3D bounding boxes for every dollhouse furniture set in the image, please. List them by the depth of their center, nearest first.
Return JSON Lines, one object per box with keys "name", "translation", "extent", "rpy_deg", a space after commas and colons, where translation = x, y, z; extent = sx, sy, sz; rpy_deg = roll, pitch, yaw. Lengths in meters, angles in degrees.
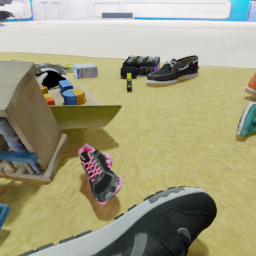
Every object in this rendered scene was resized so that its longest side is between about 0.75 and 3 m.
{"name": "dollhouse furniture set", "translation": [-2.489, 0.603, 4.214], "extent": [1.942, 1.954, 2.772], "rpy_deg": [5, 52, 12]}

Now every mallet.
{"name": "mallet", "translation": [-0.064, -1.879, 10.784], "extent": [0.736, 0.460, 2.236], "rpy_deg": [3, 29, 6]}

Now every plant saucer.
{"name": "plant saucer", "translation": [-1.454, -0.276, 6.414], "extent": [2.060, 0.493, 2.057], "rpy_deg": [-3, 5, -27]}

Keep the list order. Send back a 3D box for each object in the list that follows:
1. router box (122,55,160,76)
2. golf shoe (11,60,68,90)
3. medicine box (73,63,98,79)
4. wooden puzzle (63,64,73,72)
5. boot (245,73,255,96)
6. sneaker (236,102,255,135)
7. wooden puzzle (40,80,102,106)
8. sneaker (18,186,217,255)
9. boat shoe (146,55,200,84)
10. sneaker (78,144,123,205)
{"name": "router box", "translation": [0.640, -2.837, 12.637], "extent": [1.514, 0.518, 2.030], "rpy_deg": [4, 25, 9]}
{"name": "golf shoe", "translation": [-3.445, -1.786, 9.764], "extent": [2.727, 1.060, 1.288], "rpy_deg": [-11, 27, -20]}
{"name": "medicine box", "translation": [-1.807, -2.429, 11.836], "extent": [0.884, 0.455, 0.805], "rpy_deg": [-10, 27, -19]}
{"name": "wooden puzzle", "translation": [-2.548, -2.787, 12.910], "extent": [1.037, 0.209, 1.121], "rpy_deg": [0, 25, 1]}
{"name": "boot", "translation": [4.709, -1.575, 9.241], "extent": [1.742, 0.934, 0.654], "rpy_deg": [-7, 31, -30]}
{"name": "sneaker", "translation": [3.317, -0.253, 6.904], "extent": [1.888, 0.732, 0.752], "rpy_deg": [-20, 40, -37]}
{"name": "wooden puzzle", "translation": [-2.174, -0.928, 8.465], "extent": [2.442, 0.565, 2.262], "rpy_deg": [-10, 26, -21]}
{"name": "sneaker", "translation": [0.058, 1.606, 2.834], "extent": [2.753, 1.043, 1.205], "rpy_deg": [-18, 46, -27]}
{"name": "boat shoe", "translation": [1.846, -2.346, 11.168], "extent": [2.853, 0.861, 1.054], "rpy_deg": [-17, 30, -33]}
{"name": "sneaker", "translation": [-0.542, 0.694, 4.621], "extent": [0.561, 0.677, 1.420], "rpy_deg": [-43, 25, 1]}
